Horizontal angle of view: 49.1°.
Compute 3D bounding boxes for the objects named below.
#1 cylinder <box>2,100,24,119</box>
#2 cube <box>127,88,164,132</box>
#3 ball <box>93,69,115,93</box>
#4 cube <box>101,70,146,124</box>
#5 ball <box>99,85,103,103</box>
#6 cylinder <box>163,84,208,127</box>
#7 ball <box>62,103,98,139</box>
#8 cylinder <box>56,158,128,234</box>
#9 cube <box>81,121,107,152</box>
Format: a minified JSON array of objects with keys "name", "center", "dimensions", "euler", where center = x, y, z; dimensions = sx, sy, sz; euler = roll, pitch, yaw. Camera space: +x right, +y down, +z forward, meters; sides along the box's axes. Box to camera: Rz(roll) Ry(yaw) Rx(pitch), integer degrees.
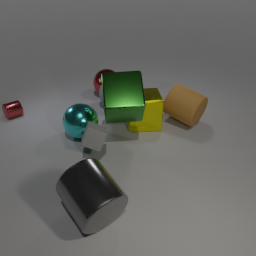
[{"name":"cylinder","center":[-5.212,-0.832,12.665],"dimensions":[0.700,0.700,0.700],"euler":[-25,39,-36]},{"name":"cube","center":[0.666,-0.788,11.908],"dimensions":[1.400,1.400,1.400],"euler":[-3,31,-5]},{"name":"ball","center":[-1.093,-2.353,14.526],"dimensions":[1.400,1.400,1.400],"euler":[0,31,0]},{"name":"cube","center":[-0.185,-1.082,10.117],"dimensions":[1.400,1.400,1.400],"euler":[-5,70,-4]},{"name":"ball","center":[-0.668,-1.647,13.314],"dimensions":[1.400,1.400,1.400],"euler":[0,31,0]},{"name":"cylinder","center":[2.433,-0.967,11.899],"dimensions":[1.400,1.400,1.400],"euler":[31,42,25]},{"name":"ball","center":[-1.867,-0.273,11.031],"dimensions":[1.400,1.400,1.400],"euler":[0,31,0]},{"name":"cylinder","center":[-0.940,1.754,7.323],"dimensions":[1.400,1.400,1.400],"euler":[-22,54,-33]},{"name":"cube","center":[-1.165,0.286,9.653],"dimensions":[0.700,0.700,0.700],"euler":[21,17,-12]}]
